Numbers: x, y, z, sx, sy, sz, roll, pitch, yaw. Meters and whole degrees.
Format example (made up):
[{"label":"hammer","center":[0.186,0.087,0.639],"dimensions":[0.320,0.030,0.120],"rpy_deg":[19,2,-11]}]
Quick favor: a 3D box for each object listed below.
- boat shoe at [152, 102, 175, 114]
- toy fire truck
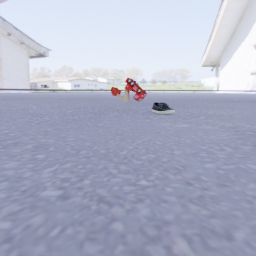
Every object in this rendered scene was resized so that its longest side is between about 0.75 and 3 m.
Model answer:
[{"label":"boat shoe","center":[1.603,-0.922,12.924],"dimensions":[0.596,0.497,1.597],"rpy_deg":[-1,10,-24]},{"label":"toy fire truck","center":[0.006,-1.612,12.726],"dimensions":[0.408,1.182,1.676],"rpy_deg":[5,38,-51]}]
